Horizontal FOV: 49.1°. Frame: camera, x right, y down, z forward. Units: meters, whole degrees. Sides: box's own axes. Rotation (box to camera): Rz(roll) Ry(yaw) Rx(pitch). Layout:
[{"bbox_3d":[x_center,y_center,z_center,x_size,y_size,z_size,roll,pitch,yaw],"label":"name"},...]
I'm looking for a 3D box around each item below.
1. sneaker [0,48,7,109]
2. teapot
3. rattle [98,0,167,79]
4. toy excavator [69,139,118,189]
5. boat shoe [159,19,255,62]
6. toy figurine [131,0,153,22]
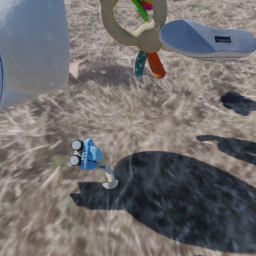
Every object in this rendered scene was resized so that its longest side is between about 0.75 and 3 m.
[{"bbox_3d":[-2.056,-0.295,3.326,1.073,1.040,2.937,-2,72,-18],"label":"sneaker"},{"bbox_3d":[-2.325,-1.907,5.474,1.957,2.645,2.680,-8,64,-21],"label":"teapot"},{"bbox_3d":[0.302,-2.724,7.204,1.649,2.533,1.809,-30,38,10],"label":"rattle"},{"bbox_3d":[-0.511,0.554,4.447,0.760,0.739,0.380,5,-5,14],"label":"toy excavator"},{"bbox_3d":[1.879,-1.979,6.895,2.491,0.814,0.916,6,74,-13],"label":"boat shoe"},{"bbox_3d":[0.834,-4.475,8.215,1.796,1.951,1.465,-23,10,28],"label":"toy figurine"}]
